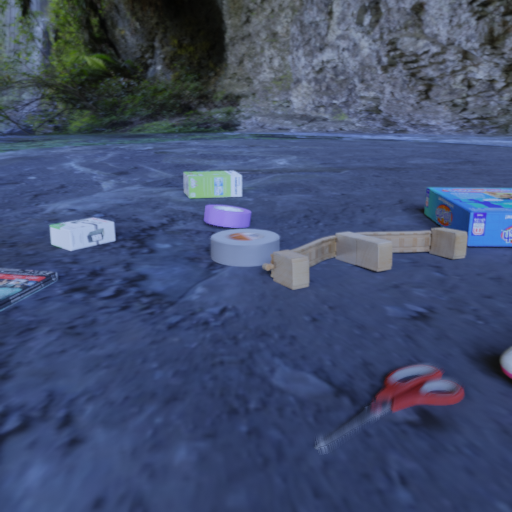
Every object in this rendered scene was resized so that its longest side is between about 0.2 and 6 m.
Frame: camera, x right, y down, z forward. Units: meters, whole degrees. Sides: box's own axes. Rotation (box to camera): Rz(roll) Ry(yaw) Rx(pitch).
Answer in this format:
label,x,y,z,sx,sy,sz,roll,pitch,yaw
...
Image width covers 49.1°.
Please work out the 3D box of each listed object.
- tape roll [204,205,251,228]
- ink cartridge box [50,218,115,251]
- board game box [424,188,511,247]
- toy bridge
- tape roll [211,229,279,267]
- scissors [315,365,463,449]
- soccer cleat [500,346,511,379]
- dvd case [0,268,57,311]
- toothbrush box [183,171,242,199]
label,x,y,z,sx,sy,sz,roll,pitch,yaw
tape roll,-0.627,-0.873,12.265,1.005,0.330,1.005,7,12,-1
ink cartridge box,-3.323,-0.431,10.757,0.716,0.414,0.984,13,20,38
board game box,5.160,-0.881,11.788,2.420,0.716,3.182,1,16,3
toy bridge,1.739,-0.079,9.341,3.695,0.503,1.242,-8,15,-27
tape roll,-0.190,-0.159,9.826,1.195,0.395,1.195,1,16,0
scissors,1.103,1.327,5.051,1.812,0.126,0.663,-10,21,-29
soccer cleat,3.400,0.911,4.791,2.384,1.029,0.833,11,19,36
dvd case,-3.759,0.478,7.961,1.144,0.172,1.566,3,15,12
toothbrush box,-1.273,-2.078,16.209,1.541,0.663,1.122,-5,16,-14
